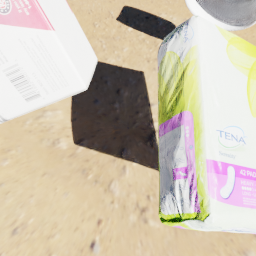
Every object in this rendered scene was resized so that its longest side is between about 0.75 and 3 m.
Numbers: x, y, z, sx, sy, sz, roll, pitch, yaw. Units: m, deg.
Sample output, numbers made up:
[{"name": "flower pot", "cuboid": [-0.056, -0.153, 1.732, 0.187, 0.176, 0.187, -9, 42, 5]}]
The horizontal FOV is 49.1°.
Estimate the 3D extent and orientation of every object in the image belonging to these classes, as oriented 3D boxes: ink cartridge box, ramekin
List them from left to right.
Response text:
[{"name": "ink cartridge box", "cuboid": [-2.302, -1.272, 4.662, 2.885, 2.113, 1.194, -18, 33, 17]}, {"name": "ramekin", "cuboid": [2.305, -3.185, 6.430, 1.826, 1.826, 0.890, 25, 79, 17]}]

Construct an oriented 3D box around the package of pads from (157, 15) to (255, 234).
[{"name": "package of pads", "cuboid": [1.323, 0.018, 3.708, 1.995, 0.881, 2.582, 15, 66, -29]}]
